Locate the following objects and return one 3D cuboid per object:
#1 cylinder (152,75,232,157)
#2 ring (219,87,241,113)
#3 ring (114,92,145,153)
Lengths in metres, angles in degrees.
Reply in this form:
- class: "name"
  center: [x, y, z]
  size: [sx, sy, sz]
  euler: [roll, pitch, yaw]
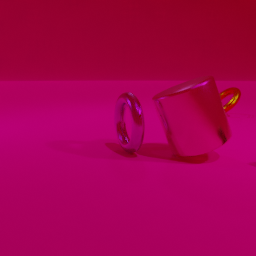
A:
- class: "cylinder"
  center: [1.183, -0.226, 5.208]
  size: [1.167, 1.167, 1.167]
  euler: [-21, 10, 4]
- class: "ring"
  center: [3.726, -1.029, 10.807]
  size: [0.275, 1.373, 1.373]
  euler: [42, -1, -17]
- class: "ring"
  center: [0.006, -0.104, 5.488]
  size: [0.238, 1.192, 1.192]
  euler: [-6, 12, -22]
